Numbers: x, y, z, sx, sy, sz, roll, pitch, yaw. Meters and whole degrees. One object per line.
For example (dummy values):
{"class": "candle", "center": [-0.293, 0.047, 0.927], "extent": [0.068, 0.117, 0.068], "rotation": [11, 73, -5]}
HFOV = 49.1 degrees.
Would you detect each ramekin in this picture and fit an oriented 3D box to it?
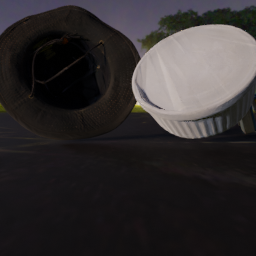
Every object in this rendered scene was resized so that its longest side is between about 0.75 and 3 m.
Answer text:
{"class": "ramekin", "center": [1.075, -0.679, 4.408], "extent": [1.889, 1.889, 0.879], "rotation": [2, -35, 29]}

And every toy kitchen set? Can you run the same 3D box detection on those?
{"class": "toy kitchen set", "center": [2.720, -0.508, 5.980], "extent": [0.918, 0.675, 1.146], "rotation": [-18, 20, 11]}

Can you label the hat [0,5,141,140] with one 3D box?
{"class": "hat", "center": [-1.098, -0.882, 5.295], "extent": [2.727, 2.727, 1.100], "rotation": [0, -19, -4]}
